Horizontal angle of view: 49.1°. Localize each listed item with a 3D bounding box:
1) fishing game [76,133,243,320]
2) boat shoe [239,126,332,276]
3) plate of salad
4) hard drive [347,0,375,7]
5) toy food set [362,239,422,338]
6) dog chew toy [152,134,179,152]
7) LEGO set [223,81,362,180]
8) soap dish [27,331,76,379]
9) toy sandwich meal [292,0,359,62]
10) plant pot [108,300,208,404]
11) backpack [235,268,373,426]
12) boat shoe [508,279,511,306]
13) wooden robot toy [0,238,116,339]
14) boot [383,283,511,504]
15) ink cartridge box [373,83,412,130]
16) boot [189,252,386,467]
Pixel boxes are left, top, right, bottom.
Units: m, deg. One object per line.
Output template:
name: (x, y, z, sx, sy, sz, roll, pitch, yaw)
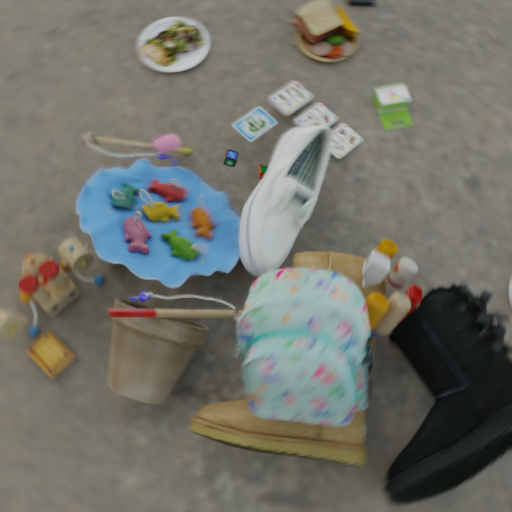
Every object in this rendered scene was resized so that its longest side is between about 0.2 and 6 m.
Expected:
fishing game: (-1.667, -0.782, 10.674, 3.334, 0.724, 4.656, 5, 47, -25)
boat shoe: (0.592, -1.183, 10.892, 1.195, 1.085, 3.249, 23, 74, -28)
plate of salad: (-2.007, -5.177, 13.532, 1.709, 0.410, 1.709, 0, 67, 0)
hard drive: (2.668, -6.804, 14.324, 0.697, 0.164, 0.999, 2, 68, 1)
toy food set: (2.285, 0.698, 10.134, 1.038, 0.978, 2.174, 27, 35, -4)
dog chew toy: (-1.918, -2.358, 11.840, 0.597, 0.372, 0.372, -23, 67, -37)
LEGO set: (0.650, -2.405, 12.370, 2.174, 0.714, 2.910, 43, 61, 10)
soap dish: (-3.938, 1.873, 10.708, 0.762, 0.310, 0.600, 40, 73, 14)
toy sandwich meal: (1.717, -5.452, 13.546, 1.694, 0.580, 1.694, 0, 68, 0)
plant pot: (-1.944, 1.767, 10.148, 1.768, 1.768, 1.534, 18, 85, 7)
backpack: (0.715, 1.381, 8.563, 2.054, 2.314, 1.742, 2, 30, 16)
boat shoe: (5.631, 0.284, 11.102, 0.671, 0.775, 1.817, 29, 71, 11)
wooden robot toy: (-4.075, 0.260, 10.946, 2.978, 1.312, 1.351, -40, 62, -15)
boot: (3.175, 2.316, 9.845, 3.416, 1.264, 2.799, -46, 42, 23)
ink cartridge box: (3.171, -3.426, 12.842, 0.703, 0.360, 0.951, -11, 67, -4)
boot: (0.681, 1.713, 10.344, 3.281, 1.239, 3.747, 12, 69, -9)
